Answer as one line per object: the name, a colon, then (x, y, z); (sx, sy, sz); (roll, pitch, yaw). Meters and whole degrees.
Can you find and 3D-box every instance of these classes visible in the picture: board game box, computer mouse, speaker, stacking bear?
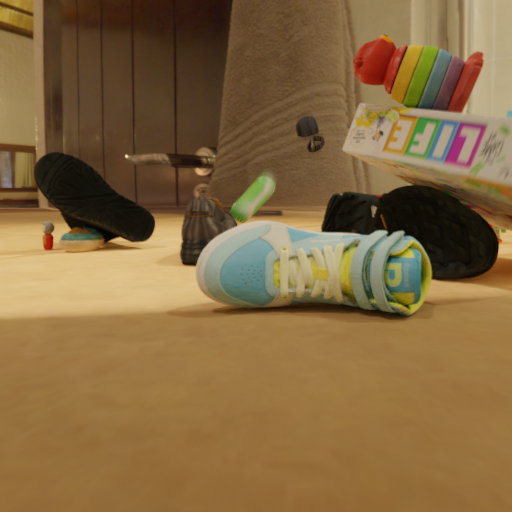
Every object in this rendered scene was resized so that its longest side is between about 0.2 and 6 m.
board game box: (3.905, -0.984, 8.405); (4.494, 0.769, 3.021); (16, 7, -36)
computer mouse: (1.180, -2.727, 12.344); (0.505, 0.293, 1.724); (-15, 32, 3)
speaker: (-0.065, -1.269, 12.536); (0.513, 0.513, 1.161); (7, 47, 45)
stacking bear: (2.095, -2.465, 7.537); (1.590, 0.904, 0.965); (21, 33, 10)

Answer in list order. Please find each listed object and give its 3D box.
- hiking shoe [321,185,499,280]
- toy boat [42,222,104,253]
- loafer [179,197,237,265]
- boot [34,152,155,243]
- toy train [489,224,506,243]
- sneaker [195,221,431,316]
hiking shoe: (2.625, -0.434, 9.161); (1.565, 1.343, 3.611); (9, 8, -29)
toy boat: (-3.986, -0.410, 11.964); (1.305, 0.606, 1.097); (3, 7, 11)
loafer: (-0.790, -0.562, 10.876); (1.166, 1.158, 3.204); (-1, 6, -1)
boot: (-3.935, -1.128, 12.500); (2.891, 1.104, 2.429); (33, -20, -35)
toy train: (4.997, -0.607, 13.558); (2.691, 0.748, 2.021); (-1, 7, 20)
sneaker: (0.732, 0.129, 5.727); (2.444, 0.972, 1.595); (-4, 6, -28)
